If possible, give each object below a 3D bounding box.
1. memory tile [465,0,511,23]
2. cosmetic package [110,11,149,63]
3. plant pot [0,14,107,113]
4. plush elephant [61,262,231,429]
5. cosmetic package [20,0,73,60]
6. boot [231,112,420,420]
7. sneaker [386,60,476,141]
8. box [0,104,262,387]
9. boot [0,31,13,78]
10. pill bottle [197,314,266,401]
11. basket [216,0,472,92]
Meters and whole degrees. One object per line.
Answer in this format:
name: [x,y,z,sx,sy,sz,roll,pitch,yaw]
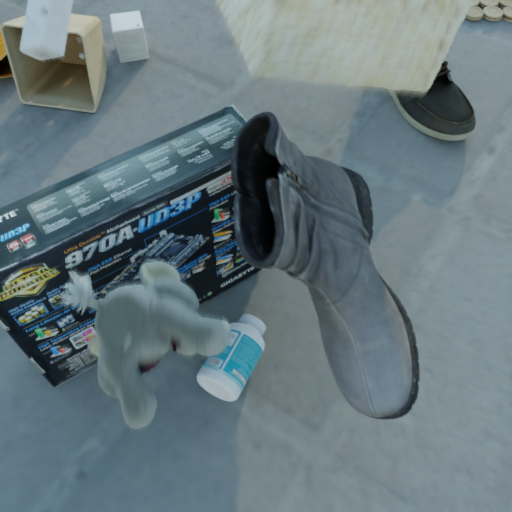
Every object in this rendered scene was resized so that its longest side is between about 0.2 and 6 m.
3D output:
memory tile: [5.183,-5.840,12.658,1.323,0.145,1.726,-1,56,-1]
cosmetic package: [-2.566,-4.441,11.366,0.616,0.736,0.612,-11,57,-7]
plant pot: [-3.620,-3.806,10.594,1.528,1.526,1.353,8,44,5]
plush elephant: [-1.125,0.759,5.904,1.660,1.286,1.367,38,95,11]
cosmetic package: [-2.699,-3.098,7.246,0.508,0.370,1.000,5,87,35]
boot: [0.570,0.199,5.626,1.047,1.976,3.001,-26,67,30]
sneaker: [3.105,-3.398,10.234,1.029,1.461,2.751,-23,59,-15]
box: [-1.528,-0.002,7.174,3.541,2.815,0.815,-29,61,-17]
boot: [-5.676,-3.766,10.811,1.723,0.847,2.407,30,55,25]
pill bottle: [-0.284,1.347,7.594,0.620,0.620,1.118,24,59,15]
basket: [1.155,-3.978,7.621,2.906,2.337,2.880,-2,45,-17]
